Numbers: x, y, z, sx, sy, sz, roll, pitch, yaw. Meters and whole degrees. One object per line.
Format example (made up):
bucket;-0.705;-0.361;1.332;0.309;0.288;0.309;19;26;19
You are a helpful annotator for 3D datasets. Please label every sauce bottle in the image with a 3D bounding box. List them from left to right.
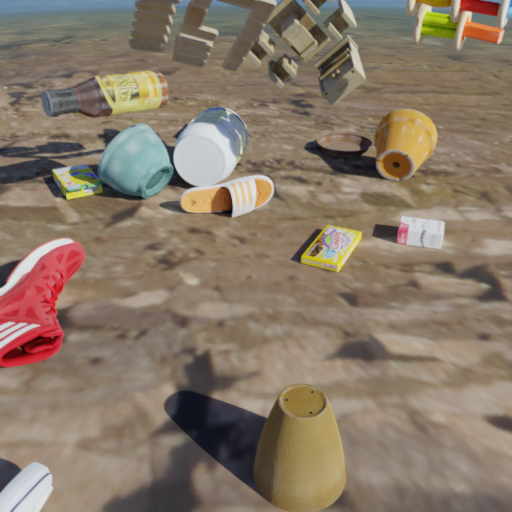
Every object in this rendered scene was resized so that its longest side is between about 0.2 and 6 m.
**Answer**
sauce bottle;-2.636;-2.827;9.951;2.220;0.733;0.733;-23;37;-36

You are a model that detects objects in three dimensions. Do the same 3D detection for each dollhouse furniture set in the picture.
dollhouse furniture set;1.134;-4.339;11.328;1.886;2.152;1.430;-34;36;29

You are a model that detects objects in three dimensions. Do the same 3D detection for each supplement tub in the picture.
supplement tub;-1.014;-2.460;12.643;1.384;1.384;1.909;6;31;10

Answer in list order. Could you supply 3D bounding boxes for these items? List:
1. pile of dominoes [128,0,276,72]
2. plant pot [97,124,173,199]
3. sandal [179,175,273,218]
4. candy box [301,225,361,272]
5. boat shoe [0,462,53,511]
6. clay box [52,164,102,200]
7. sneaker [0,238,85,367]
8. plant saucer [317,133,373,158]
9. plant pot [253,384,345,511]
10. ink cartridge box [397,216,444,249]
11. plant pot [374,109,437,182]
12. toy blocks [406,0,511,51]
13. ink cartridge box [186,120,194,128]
pile of dominoes;-1.046;-4.143;9.793;2.153;0.440;2.763;10;-9;-16
plant pot;-2.401;-1.844;11.747;1.015;1.514;1.514;41;43;12
sandal;-0.559;-1.059;11.015;1.882;0.721;0.539;-11;32;-1
candy box;1.345;-0.154;9.889;0.677;0.175;1.324;16;34;21
boat shoe;-2.178;2.681;4.664;0.649;0.715;1.945;26;38;1
clay box;-3.889;-1.604;12.234;0.784;0.325;1.365;-16;34;-25
sneaker;-2.942;0.726;7.901;1.348;0.914;2.333;22;48;19
plant saucer;2.278;-2.820;14.408;1.428;0.261;1.428;0;29;0
plant pot;0.444;1.825;5.624;0.966;1.037;0.966;-1;29;0
ink cartridge box;2.993;-0.426;10.200;0.776;0.327;0.562;9;31;15
plant pot;3.302;-2.414;12.792;1.393;1.393;1.276;12;48;20
toy blocks;3.467;-3.711;8.676;2.015;0.732;1.680;20;0;23
ink cartridge box;-1.337;-3.528;15.637;1.099;0.386;1.352;1;21;2
